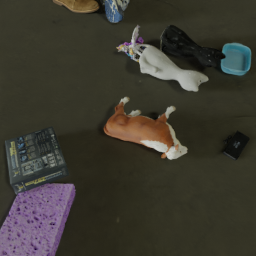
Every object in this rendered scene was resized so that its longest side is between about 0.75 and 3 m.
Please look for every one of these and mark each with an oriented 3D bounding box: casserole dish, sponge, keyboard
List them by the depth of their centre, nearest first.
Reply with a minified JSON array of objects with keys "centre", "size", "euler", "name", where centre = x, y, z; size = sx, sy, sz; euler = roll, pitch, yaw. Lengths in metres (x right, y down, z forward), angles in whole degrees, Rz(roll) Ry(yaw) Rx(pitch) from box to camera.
[{"centre":[-2.296,2.444,6.699],"size":[1.430,0.382,2.563],"euler":[3,46,9],"name":"sponge"},{"centre":[3.258,0.490,8.605],"size":[0.623,0.133,1.037],"euler":[35,59,16],"name":"keyboard"},{"centre":[4.157,-2.644,10.879],"size":[1.091,0.350,1.802],"euler":[13,54,10],"name":"casserole dish"}]

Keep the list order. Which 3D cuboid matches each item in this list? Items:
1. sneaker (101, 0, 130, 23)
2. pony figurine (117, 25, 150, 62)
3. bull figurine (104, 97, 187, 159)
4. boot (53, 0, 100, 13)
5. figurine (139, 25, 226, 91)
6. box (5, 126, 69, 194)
[{"centre":[-0.474,-5.951,12.980],"size":[1.251,1.131,2.936],"euler":[-9,53,-12],"name":"sneaker"},{"centre":[0.324,-3.222,11.044],"size":[1.281,1.066,1.236],"euler":[26,65,1],"name":"pony figurine"},{"centre":[0.616,-0.002,8.534],"size":[2.621,0.854,1.591],"euler":[16,52,10],"name":"bull figurine"},{"centre":[-2.551,-6.215,13.230],"size":[2.668,1.007,0.982],"euler":[25,55,17],"name":"boot"},{"centre":[2.020,-2.483,10.330],"size":[2.472,1.091,2.534],"euler":[29,59,19],"name":"figurine"},{"centre":[-2.594,0.826,7.888],"size":[1.457,0.471,1.848],"euler":[-18,41,-16],"name":"box"}]
